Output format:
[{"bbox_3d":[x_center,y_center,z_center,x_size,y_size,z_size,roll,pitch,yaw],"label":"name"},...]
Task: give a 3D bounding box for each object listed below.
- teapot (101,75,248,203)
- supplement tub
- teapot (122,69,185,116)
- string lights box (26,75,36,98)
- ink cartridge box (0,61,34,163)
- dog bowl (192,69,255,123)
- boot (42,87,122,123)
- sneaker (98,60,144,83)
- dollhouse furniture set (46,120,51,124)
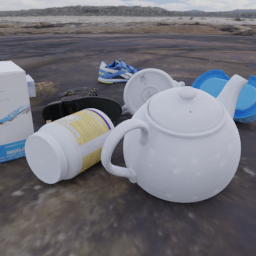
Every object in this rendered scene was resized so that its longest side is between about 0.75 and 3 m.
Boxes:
[{"bbox_3d":[1.096,0.075,5.929,2.710,2.005,2.746,6,41,11],"label":"teapot"},{"bbox_3d":[-1.309,0.388,6.657,1.352,1.352,1.859,15,27,32],"label":"supplement tub"},{"bbox_3d":[0.782,-1.067,9.867,1.987,1.961,1.451,20,2,7],"label":"teapot"},{"bbox_3d":[-5.616,-1.747,12.410,2.677,0.789,1.375,-11,25,-25],"label":"string lights box"},{"bbox_3d":[-3.588,-0.457,7.414,1.667,2.305,1.697,-14,27,-30],"label":"ink cartridge box"},{"bbox_3d":[3.628,-1.127,10.091,2.902,1.618,0.719,26,-6,45],"label":"dog bowl"},{"bbox_3d":[-1.516,-1.015,10.350,2.995,1.037,2.607,0,23,9],"label":"boot"},{"bbox_3d":[-0.260,-3.101,15.196,2.760,1.135,1.021,-8,22,-21],"label":"sneaker"},{"bbox_3d":[-1.900,0.062,8.678,1.136,0.589,0.503,-7,64,-16],"label":"dollhouse furniture set"}]
